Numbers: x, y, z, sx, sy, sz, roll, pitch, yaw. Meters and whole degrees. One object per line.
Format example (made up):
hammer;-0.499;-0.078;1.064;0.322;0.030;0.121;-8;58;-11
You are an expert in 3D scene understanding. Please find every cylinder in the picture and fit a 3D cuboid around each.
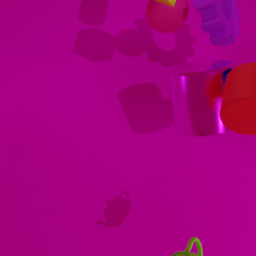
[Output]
cylinder;1.481;-0.609;5.560;1.244;1.244;1.244;-11;110;-4
cylinder;1.891;-0.446;4.334;0.816;0.816;0.816;19;55;7

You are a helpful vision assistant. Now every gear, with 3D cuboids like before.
gear;2.119;-3.008;6.579;0.386;2.089;2.089;-6;65;38

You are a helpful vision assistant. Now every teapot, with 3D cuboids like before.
teapot;0.789;2.179;4.035;0.617;0.783;1.260;43;57;-15

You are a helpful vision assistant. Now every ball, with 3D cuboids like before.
ball;0.939;-2.796;6.689;1.015;1.015;1.015;0;70;0

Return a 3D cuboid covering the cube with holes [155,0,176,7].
cube with holes;0.451;-2.728;4.678;0.890;0.890;0.890;27;106;15
